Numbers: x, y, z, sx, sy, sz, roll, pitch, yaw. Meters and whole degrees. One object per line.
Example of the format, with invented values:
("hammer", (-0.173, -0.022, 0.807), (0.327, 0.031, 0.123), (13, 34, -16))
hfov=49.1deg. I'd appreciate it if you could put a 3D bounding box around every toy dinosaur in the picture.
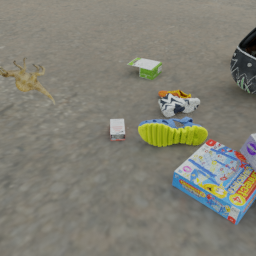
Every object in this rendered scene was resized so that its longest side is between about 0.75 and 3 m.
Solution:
("toy dinosaur", (-3.282, -1.660, 9.518), (2.088, 1.056, 0.608), (29, -7, -25))

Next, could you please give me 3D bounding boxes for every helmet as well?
("helmet", (5.179, -2.451, 10.610), (2.495, 2.617, 2.617), (-50, 47, 4))

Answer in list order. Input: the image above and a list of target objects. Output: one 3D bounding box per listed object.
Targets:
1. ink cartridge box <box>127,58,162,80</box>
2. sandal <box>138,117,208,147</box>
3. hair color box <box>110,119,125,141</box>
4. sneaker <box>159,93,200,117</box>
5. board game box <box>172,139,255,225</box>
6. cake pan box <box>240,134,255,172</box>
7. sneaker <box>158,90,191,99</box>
("ink cartridge box", (0.753, -2.714, 12.687), (1.309, 0.496, 0.968), (19, 41, 26))
("sandal", (1.341, 0.051, 8.752), (2.107, 0.837, 0.917), (5, 34, -9))
("hair color box", (-0.344, 0.047, 9.137), (0.473, 0.273, 0.853), (-2, 35, -3))
("sneaker", (1.798, -0.981, 10.237), (1.487, 0.593, 0.968), (-20, 49, -10))
("board game box", (2.435, 1.265, 7.267), (1.817, 0.519, 1.856), (28, 45, 33))
("cake pan box", (4.552, 1.121, 6.743), (2.617, 0.743, 2.841), (-5, 48, -19))
("sneaker", (1.803, -1.286, 10.751), (1.312, 0.506, 0.479), (14, 40, 21))
